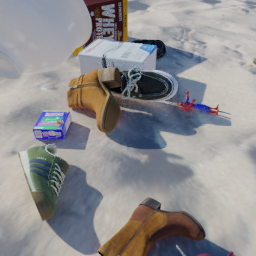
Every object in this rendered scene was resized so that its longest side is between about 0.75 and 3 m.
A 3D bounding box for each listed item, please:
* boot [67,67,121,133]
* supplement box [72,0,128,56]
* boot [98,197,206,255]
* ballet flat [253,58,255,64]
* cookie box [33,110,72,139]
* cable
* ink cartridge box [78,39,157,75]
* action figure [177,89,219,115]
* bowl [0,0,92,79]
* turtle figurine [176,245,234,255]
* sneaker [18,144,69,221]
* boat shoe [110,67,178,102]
[{"bbox_3d":[-1.057,-0.733,7.760,1.592,0.786,2.051,-8,67,24],"label":"boot"},{"bbox_3d":[-1.976,-4.826,12.516,2.858,1.898,2.819,-30,45,-35],"label":"supplement box"},{"bbox_3d":[0.402,1.829,4.509,1.292,0.470,1.372,24,43,29],"label":"boot"},{"bbox_3d":[5.818,-2.405,10.334,2.238,0.519,0.754,17,39,22],"label":"ballet flat"},{"bbox_3d":[-1.946,-0.099,7.288,0.755,0.332,0.883,1,35,4],"label":"cookie box"},{"bbox_3d":[0.558,-3.238,11.601,2.120,0.538,1.729,-18,35,-20],"label":"cable"},{"bbox_3d":[-0.324,-2.322,9.823,2.305,0.971,1.667,12,38,16],"label":"ink cartridge box"},{"bbox_3d":[2.006,-0.749,8.029,1.172,0.580,0.383,6,36,13],"label":"action figure"},{"bbox_3d":[-1.936,-1.524,4.145,2.575,2.575,1.157,15,76,20],"label":"bowl"},{"bbox_3d":[0.775,2.548,2.794,2.187,1.471,2.921,-15,44,-20],"label":"turtle figurine"},{"bbox_3d":[-1.578,0.911,5.600,0.864,0.646,1.925,-21,37,-19],"label":"sneaker"},{"bbox_3d":[0.099,-1.317,8.246,2.637,0.974,0.901,16,17,22],"label":"boat shoe"}]
